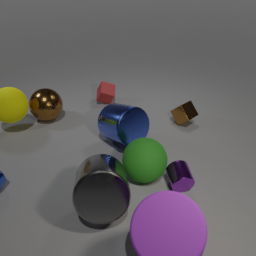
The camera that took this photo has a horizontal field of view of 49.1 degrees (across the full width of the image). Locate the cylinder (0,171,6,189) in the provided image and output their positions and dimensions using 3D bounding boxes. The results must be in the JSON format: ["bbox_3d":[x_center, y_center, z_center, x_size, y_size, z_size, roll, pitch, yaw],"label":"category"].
[{"bbox_3d":[-4.105,1.644,8.255,0.700,0.700,0.700,8,32,12],"label":"cylinder"}]

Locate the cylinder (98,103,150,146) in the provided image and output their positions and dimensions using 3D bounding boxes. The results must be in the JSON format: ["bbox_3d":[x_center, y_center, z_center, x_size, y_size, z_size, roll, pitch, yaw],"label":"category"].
[{"bbox_3d":[-0.174,-0.149,10.181,1.400,1.400,1.400,-21,21,-30],"label":"cylinder"}]

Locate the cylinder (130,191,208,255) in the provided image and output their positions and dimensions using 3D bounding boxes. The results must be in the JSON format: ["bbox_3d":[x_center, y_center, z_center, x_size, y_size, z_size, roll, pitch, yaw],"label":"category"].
[{"bbox_3d":[0.852,2.113,5.629,1.400,1.400,1.400,-6,62,11],"label":"cylinder"}]

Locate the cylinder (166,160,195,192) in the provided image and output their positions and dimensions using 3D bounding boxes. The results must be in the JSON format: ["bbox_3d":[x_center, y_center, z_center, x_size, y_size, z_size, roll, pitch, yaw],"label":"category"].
[{"bbox_3d":[1.574,1.455,8.459,0.700,0.700,0.700,-5,43,-8],"label":"cylinder"}]

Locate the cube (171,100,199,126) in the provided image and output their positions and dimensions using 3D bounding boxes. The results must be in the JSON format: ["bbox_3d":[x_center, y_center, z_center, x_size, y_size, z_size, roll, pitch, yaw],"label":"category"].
[{"bbox_3d":[2.356,-0.622,11.685,0.700,0.700,0.700,-26,-3,-36],"label":"cube"}]

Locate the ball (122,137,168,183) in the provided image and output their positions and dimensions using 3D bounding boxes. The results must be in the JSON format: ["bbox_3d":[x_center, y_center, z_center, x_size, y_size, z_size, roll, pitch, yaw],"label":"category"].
[{"bbox_3d":[0.519,0.992,8.665,1.400,1.400,1.400,0,32,0],"label":"ball"}]

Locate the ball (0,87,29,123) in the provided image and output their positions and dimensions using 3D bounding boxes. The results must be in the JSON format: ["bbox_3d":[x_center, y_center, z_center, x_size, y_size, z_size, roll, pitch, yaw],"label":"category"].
[{"bbox_3d":[-4.609,-0.889,10.906,1.400,1.400,1.400,0,32,0],"label":"ball"}]

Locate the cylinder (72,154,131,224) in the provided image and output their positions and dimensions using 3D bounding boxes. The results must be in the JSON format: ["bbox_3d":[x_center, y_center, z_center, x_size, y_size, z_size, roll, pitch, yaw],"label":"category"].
[{"bbox_3d":[-0.690,1.532,7.311,1.400,1.400,1.400,-3,12,-5],"label":"cylinder"}]

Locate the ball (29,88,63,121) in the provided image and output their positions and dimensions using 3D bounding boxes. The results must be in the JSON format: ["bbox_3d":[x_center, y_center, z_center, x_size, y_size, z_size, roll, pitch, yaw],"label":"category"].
[{"bbox_3d":[-3.478,-0.988,11.888,1.400,1.400,1.400,0,32,0],"label":"ball"}]

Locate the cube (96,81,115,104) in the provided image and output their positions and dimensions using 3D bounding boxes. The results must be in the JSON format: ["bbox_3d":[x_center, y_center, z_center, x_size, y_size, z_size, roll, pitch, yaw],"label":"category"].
[{"bbox_3d":[-1.047,-1.672,13.253,0.700,0.700,0.700,13,57,-21],"label":"cube"}]
